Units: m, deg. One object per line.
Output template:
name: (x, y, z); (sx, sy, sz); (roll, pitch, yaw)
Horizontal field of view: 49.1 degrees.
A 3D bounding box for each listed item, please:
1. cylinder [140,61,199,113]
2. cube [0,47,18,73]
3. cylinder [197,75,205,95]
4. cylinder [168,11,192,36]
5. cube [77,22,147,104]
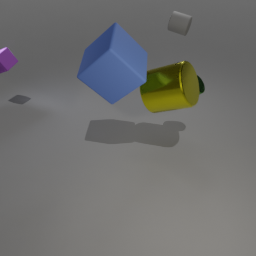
cylinder: (1.303, -1.242, 8.713); (1.400, 1.400, 1.400); (-7, 24, 35)
cube: (-5.157, -2.786, 11.584); (0.700, 0.700, 0.700); (-3, 44, 39)
cylinder: (2.142, -1.372, 9.601); (0.700, 0.700, 0.700); (-28, 7, 45)
cylinder: (1.900, -3.827, 10.258); (0.700, 0.700, 0.700); (23, 37, 12)
cube: (-0.411, -1.837, 8.137); (1.400, 1.400, 1.400); (-30, 38, 34)
